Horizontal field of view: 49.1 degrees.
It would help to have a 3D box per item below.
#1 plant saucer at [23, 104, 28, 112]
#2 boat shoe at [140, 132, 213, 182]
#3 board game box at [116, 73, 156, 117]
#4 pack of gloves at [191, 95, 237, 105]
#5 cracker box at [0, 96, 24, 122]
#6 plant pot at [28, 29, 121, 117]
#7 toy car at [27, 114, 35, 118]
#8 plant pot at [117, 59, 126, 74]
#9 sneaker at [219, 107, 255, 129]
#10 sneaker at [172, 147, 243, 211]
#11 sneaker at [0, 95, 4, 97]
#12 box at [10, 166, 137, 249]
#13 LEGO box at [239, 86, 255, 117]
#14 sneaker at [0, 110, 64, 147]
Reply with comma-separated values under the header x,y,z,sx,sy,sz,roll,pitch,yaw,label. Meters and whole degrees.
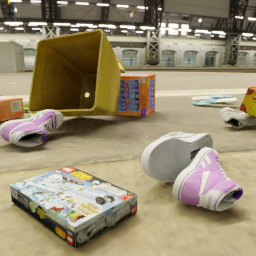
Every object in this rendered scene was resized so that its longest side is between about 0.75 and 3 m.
x,y,z,sx,sy,sz,roll,pitch,yaw,label
-4.454,-0.923,12.964,1.255,0.195,1.255,0,15,0,plant saucer
0.955,0.491,6.035,0.823,0.901,2.505,5,13,40,boat shoe
0.219,-1.490,12.190,1.667,1.665,1.666,4,15,17,board game box
4.427,-1.331,14.555,2.198,0.434,1.847,-4,17,17,pack of gloves
-5.938,-0.787,11.029,2.925,0.844,1.959,4,13,20,cracker box
-1.655,-1.633,10.386,2.744,2.744,2.420,-1,-11,24,plant pot
-3.515,-0.387,10.734,1.062,0.252,1.129,11,18,37,toy car
-1.258,-4.706,24.170,2.372,2.372,2.232,-6,31,-23,plant pot
3.949,-0.210,9.745,1.528,0.578,0.703,9,43,-5,sneaker
1.567,0.936,4.991,0.991,0.630,1.737,15,27,28,sneaker
-6.220,-1.042,12.774,2.291,0.807,0.865,13,42,41,sneaker
-0.899,1.131,4.499,1.776,0.354,1.216,13,19,42,box
5.147,-0.653,9.383,2.203,0.850,1.640,30,28,31,LEGO box
-2.507,0.073,8.207,1.182,0.752,2.074,17,29,34,sneaker
